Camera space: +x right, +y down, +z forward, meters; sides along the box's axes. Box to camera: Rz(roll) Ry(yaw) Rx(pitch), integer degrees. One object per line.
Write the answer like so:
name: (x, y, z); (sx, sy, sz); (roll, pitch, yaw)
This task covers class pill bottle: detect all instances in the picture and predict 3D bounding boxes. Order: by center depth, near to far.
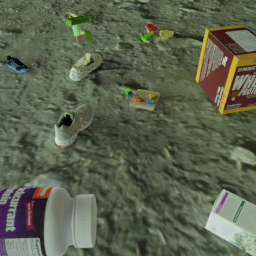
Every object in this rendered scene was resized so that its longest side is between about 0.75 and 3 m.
pill bottle: (-2.224, 2.201, 6.550); (2.884, 1.607, 1.607); (-1, 43, -1)

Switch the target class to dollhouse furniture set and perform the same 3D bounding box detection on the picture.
dollhouse furniture set: (-1.420, -2.613, 7.346); (0.501, 0.654, 0.998); (-24, 40, -25)

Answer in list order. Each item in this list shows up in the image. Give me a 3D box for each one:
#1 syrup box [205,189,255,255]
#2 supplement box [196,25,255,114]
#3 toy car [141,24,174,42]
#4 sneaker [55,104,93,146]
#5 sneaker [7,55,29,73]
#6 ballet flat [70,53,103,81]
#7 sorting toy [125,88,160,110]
syrup box: (3.090, 2.491, 6.796); (2.153, 0.848, 0.877); (26, 49, 26)
supplement box: (4.005, -2.261, 10.740); (1.597, 2.372, 2.405); (-10, 44, -10)
toy car: (1.338, -5.008, 15.126); (1.842, 0.411, 1.734); (30, 51, 29)
sneaker: (-1.831, -0.323, 9.739); (0.773, 0.939, 2.042); (15, 45, 14)
sneaker: (-5.085, -2.936, 12.839); (1.293, 0.504, 0.453); (22, 47, 22)
ballet flat: (-1.830, -2.938, 12.675); (0.827, 0.827, 2.305); (16, 45, 17)
sorting toy: (0.476, -1.228, 11.230); (1.457, 0.214, 1.077); (13, 45, 13)
